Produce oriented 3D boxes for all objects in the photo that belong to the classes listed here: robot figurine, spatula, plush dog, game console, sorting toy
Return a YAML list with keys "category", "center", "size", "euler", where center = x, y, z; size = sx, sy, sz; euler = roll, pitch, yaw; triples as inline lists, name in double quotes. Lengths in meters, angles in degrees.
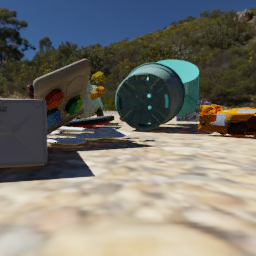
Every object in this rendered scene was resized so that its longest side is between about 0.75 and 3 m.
- category: "robot figurine"
  center: [2.993, -0.186, 6.372]
  size: [2.519, 0.733, 1.826]
  euler: [2, 6, 28]
- category: "spatula"
  center: [-1.205, 0.155, 5.618]
  size: [2.236, 0.180, 1.555]
  euler: [1, 11, 39]
- category: "plush dog"
  center: [-2.174, -0.863, 11.710]
  size: [2.040, 1.906, 2.375]
  euler: [-21, -10, 8]
- category: "game console"
  center: [-1.603, -0.717, 8.688]
  size: [2.036, 1.402, 2.362]
  euler: [-7, 4, 5]
- category: "sorting toy"
  center: [-1.049, -0.657, 5.595]
  size: [0.251, 1.399, 1.878]
  euler: [38, 49, 20]

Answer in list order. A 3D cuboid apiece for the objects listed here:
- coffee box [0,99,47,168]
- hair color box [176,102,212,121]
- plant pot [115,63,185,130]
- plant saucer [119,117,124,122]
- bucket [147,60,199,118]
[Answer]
- category: "coffee box"
  center: [-1.608, -0.001, 3.703]
  size: [1.051, 0.742, 1.860]
  euler: [-1, 4, -15]
- category: "hair color box"
  center: [3.114, -0.765, 13.224]
  size: [1.657, 0.906, 0.537]
  euler: [1, 4, 14]
- category: "plant pot"
  center: [0.624, -0.913, 8.608]
  size: [2.168, 2.168, 2.124]
  euler: [1, 13, 13]
- category: "plant saucer"
  center: [0.295, -0.402, 13.096]
  size: [1.112, 0.205, 1.114]
  euler: [2, 4, 32]
- category: "bucket"
  center: [1.706, -1.573, 10.858]
  size: [2.245, 1.461, 2.245]
  euler: [-2, 39, 2]
